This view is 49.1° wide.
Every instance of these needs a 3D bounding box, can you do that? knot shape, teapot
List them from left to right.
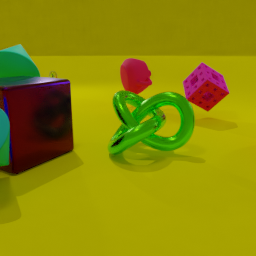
[{"bbox_3d":[0.286,-1.774,9.418,0.964,1.224,1.969,-14,31,-15],"label":"teapot"},{"bbox_3d":[0.289,-0.211,5.437,1.719,0.794,1.608,-20,42,-7],"label":"knot shape"}]

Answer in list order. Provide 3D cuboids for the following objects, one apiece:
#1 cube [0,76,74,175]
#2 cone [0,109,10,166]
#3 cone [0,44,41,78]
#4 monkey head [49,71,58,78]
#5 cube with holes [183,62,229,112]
[{"bbox_3d":[-1.974,-0.167,5.068,1.383,1.383,1.383,10,18,31],"label":"cube"},{"bbox_3d":[-1.888,0.325,3.885,0.948,0.952,0.948,-3,60,5],"label":"cone"},{"bbox_3d":[-2.542,-1.568,6.369,1.187,1.187,1.192,-2,49,-6],"label":"cone"},{"bbox_3d":[-2.452,-1.003,8.012,1.034,1.235,1.717,-6,17,-19],"label":"monkey head"},{"bbox_3d":[2.093,-1.105,7.612,0.794,0.794,0.794,25,41,-22],"label":"cube with holes"}]
